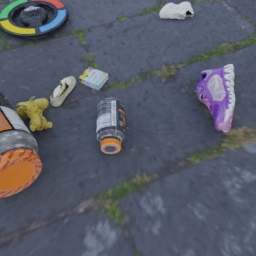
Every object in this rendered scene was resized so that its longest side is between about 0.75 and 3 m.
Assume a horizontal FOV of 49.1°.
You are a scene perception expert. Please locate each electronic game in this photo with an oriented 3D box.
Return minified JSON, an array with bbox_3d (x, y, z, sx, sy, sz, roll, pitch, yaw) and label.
[{"bbox_3d":[-3.846,-4.568,11.419,2.819,0.587,2.819,0,54,0],"label":"electronic game"}]

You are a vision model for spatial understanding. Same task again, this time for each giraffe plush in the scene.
[{"bbox_3d":[-2.689,-0.329,8.232,0.972,1.127,0.914,-22,86,-20],"label":"giraffe plush"}]

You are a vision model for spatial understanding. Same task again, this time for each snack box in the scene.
[{"bbox_3d":[-1.162,-1.693,9.523,0.779,0.264,0.657,24,57,15],"label":"snack box"}]

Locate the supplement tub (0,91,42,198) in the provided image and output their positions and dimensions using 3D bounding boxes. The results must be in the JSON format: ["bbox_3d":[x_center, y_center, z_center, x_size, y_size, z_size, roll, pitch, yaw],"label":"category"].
[{"bbox_3d":[-3.500,0.255,7.178,1.754,1.754,2.862,-32,60,-21],"label":"supplement tub"}]

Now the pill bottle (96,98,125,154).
[{"bbox_3d":[-0.489,-0.043,7.979,0.817,0.817,1.538,-1,54,-1],"label":"pill bottle"}]

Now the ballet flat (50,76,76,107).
[{"bbox_3d":[-2.093,-1.295,9.113,0.477,0.441,1.414,10,54,13],"label":"ballet flat"}]

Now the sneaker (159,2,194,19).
[{"bbox_3d":[2.037,-4.822,11.644,1.554,0.579,0.677,-17,61,-11],"label":"sneaker"}]

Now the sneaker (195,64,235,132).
[{"bbox_3d":[2.646,-0.949,8.601,1.150,1.047,2.602,5,49,11],"label":"sneaker"}]
